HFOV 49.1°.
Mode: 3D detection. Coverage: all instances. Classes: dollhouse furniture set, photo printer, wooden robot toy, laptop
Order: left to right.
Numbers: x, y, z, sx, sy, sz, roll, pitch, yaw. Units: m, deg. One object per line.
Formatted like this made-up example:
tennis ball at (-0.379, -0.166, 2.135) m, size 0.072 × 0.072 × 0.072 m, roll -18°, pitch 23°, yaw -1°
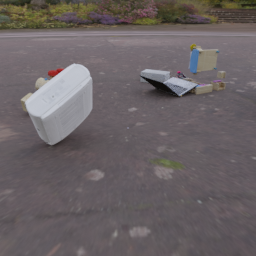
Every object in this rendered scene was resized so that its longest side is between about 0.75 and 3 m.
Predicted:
photo printer at (-1.493, -0.434, 6.481) m, size 0.641 × 1.847 × 1.537 m, roll 41°, pitch 69°, yaw 11°
wooden robot toy at (-2.186, -1.239, 9.523) m, size 1.261 × 1.225 × 2.780 m, roll 21°, pitch 29°, yaw 19°
laptop at (1.607, -1.879, 11.042) m, size 1.618 × 0.938 × 1.515 m, roll -32°, pitch 35°, yaw -20°
dollhouse furniture set at (3.003, -2.502, 11.404) m, size 1.780 × 1.885 × 1.230 m, roll -12°, pitch 27°, yaw -27°

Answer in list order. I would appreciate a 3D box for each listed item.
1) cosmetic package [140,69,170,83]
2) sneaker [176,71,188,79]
cosmetic package at (1.249, -2.331, 12.766) m, size 1.218 × 0.549 × 0.651 m, roll 16°, pitch 28°, yaw 27°
sneaker at (2.541, -2.398, 13.121) m, size 0.385 × 0.356 × 0.954 m, roll -10°, pitch 25°, yaw -22°
